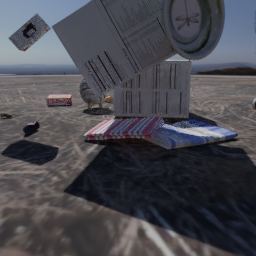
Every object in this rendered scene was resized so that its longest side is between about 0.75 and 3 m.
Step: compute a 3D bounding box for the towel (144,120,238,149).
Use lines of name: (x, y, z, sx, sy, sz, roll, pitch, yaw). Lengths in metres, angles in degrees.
towel: (1.567, 0.120, 7.762, 2.347, 0.279, 1.724, -7, 15, -26)

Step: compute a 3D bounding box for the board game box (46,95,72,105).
board game box: (-3.432, -1.424, 14.107, 1.156, 0.353, 1.526, -2, 13, -10)

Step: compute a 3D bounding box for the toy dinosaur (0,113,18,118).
toy dinosaur: (-4.491, -0.457, 10.409, 0.872, 0.207, 0.384, -3, 7, -27)

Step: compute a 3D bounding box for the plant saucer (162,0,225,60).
plant saucer: (1.355, -2.482, 6.167, 1.934, 1.934, 0.485, -9, 16, -35)

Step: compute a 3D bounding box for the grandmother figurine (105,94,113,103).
grandmother figurine: (-1.049, -1.595, 14.922, 0.711, 0.355, 1.173, 5, 14, -17)

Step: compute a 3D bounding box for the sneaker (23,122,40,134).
sneaker: (-2.939, 0.027, 8.304, 0.336, 0.287, 0.819, -15, 8, 12)

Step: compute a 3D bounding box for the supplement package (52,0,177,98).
supplement package: (0.006, -2.850, 8.089, 2.983, 2.194, 2.852, -26, 19, 15)

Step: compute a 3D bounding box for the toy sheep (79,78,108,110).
toy sheep: (-1.524, -1.685, 12.563, 1.433, 2.078, 1.433, 1, -29, 0)

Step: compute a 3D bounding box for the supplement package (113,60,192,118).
supplement package: (0.961, -1.613, 11.058, 2.788, 2.100, 2.116, 2, 13, 7)

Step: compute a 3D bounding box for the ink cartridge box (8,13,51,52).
ink cartridge box: (-3.141, -3.061, 9.042, 1.207, 0.500, 0.879, -40, 15, 1)

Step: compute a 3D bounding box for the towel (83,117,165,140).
towel: (-0.084, 0.043, 7.705, 1.957, 0.293, 1.432, -3, 15, 22)

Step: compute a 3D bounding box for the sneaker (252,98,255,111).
sneaker: (6.100, -1.014, 11.684, 1.808, 0.684, 0.793, -5, 15, -17)
